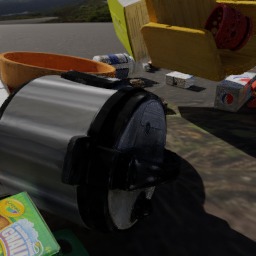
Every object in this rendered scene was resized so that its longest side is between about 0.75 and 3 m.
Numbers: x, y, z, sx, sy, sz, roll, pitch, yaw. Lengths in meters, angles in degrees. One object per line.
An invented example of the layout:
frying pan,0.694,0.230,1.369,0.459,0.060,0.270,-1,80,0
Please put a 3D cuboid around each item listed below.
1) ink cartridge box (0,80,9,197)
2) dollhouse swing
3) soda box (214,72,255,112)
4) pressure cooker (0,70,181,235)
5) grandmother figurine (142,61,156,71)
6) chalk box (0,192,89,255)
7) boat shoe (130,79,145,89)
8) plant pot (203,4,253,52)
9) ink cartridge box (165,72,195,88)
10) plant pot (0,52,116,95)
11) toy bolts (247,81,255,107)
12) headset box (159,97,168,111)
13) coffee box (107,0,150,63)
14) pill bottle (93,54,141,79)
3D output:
ink cartridge box,-2.853,0.095,5.899,0.994,1.726,2.365,-16,28,-25
dollhouse swing,1.930,-2.903,6.305,2.869,2.522,2.607,-29,37,-32
soda box,3.932,-1.385,10.136,0.791,0.851,2.494,17,29,31
pressure cooker,-0.473,0.402,4.588,2.662,2.378,2.341,13,44,26
grandmother figurine,1.153,-3.358,14.947,0.870,0.434,1.435,1,21,25
chalk box,-1.413,1.646,3.171,1.919,1.189,1.198,-18,31,-33
boat shoe,0.358,-1.549,10.891,0.554,0.545,1.486,-3,3,13
plant pot,2.046,-1.994,5.725,0.760,0.834,0.834,15,22,-12
ink cartridge box,2.258,-2.091,12.133,1.061,0.447,0.767,23,33,40
plant pot,-1.804,-0.770,7.185,2.742,1.919,2.742,9,20,-3
toy bolts,4.780,-0.855,8.708,1.404,1.933,2.024,15,-7,3
headset box,0.874,-0.791,9.476,0.778,0.292,0.578,-5,30,-11
coffee box,0.615,-3.973,9.641,2.097,2.121,2.117,-24,51,-5
pill bottle,-0.511,-2.796,12.822,2.048,1.137,1.137,-12,27,-24
